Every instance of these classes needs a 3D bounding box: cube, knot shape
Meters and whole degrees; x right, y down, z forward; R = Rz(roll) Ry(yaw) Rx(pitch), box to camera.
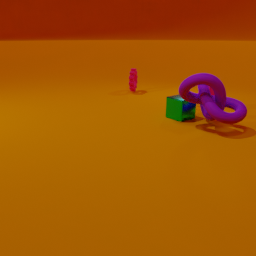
[{"bbox_3d":[1.741,-0.673,9.221,0.711,0.711,0.711,-14,24,-35],"label":"cube"},{"bbox_3d":[2.418,-0.832,8.271,1.977,0.914,1.850,37,5,1],"label":"knot shape"}]

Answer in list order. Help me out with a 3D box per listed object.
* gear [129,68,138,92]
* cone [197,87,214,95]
[{"bbox_3d":[0.248,-2.226,12.995,0.195,1.052,1.052,5,20,13],"label":"gear"},{"bbox_3d":[2.785,-1.201,10.401,0.852,0.849,0.849,-7,11,38],"label":"cone"}]
